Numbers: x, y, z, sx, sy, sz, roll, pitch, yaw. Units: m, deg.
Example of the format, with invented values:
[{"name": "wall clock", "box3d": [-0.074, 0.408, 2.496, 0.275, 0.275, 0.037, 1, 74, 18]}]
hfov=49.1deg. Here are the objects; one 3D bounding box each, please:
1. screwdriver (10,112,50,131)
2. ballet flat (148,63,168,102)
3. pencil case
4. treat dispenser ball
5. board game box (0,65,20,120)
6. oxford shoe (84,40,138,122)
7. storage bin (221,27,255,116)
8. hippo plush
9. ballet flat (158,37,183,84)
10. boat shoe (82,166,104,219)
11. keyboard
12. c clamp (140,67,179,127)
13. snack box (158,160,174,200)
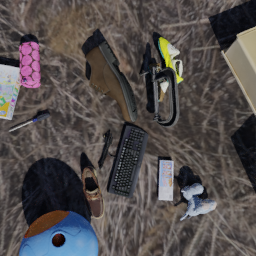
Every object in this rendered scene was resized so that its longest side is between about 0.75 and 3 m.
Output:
[{"name": "screwdriver", "box3d": [-3.374, -0.169, 9.601, 1.486, 0.207, 0.216, -28, 52, -8]}, {"name": "ballet flat", "box3d": [1.110, -1.632, 9.699, 0.505, 0.473, 1.395, -19, 76, 22]}, {"name": "pencil case", "box3d": [-3.440, -2.196, 9.737, 0.716, 0.694, 1.528, -4, 78, 1]}, {"name": "treat dispenser ball", "box3d": [-1.955, 3.484, 8.027, 2.179, 2.179, 2.179, 0, 80, 0]}, {"name": "board game box", "box3d": [-5.187, -1.405, 9.688, 2.662, 0.456, 1.790, 10, 81, 2]}, {"name": "oxford shoe", "box3d": [-0.591, -1.411, 9.508, 1.249, 1.076, 2.960, -28, 77, 8]}, {"name": "storage bin", "box3d": [5.174, -2.177, 9.419, 2.746, 1.296, 2.766, -24, 81, -5]}, {"name": "hippo plush", "box3d": [2.204, 2.284, 9.012, 1.156, 0.921, 0.930, -39, 57, 35]}, {"name": "ballet flat", "box3d": [1.545, -2.388, 9.760, 0.601, 0.599, 1.793, -15, 83, 34]}, {"name": "boat shoe", "box3d": [-1.162, 2.077, 9.025, 0.617, 0.616, 1.712, -10, 81, -2]}, {"name": "keyboard", "box3d": [-0.257, 1.044, 9.404, 1.481, 0.240, 2.330, 14, 80, 2]}, {"name": "c clamp", "box3d": [1.068, -1.036, 9.090, 0.294, 1.856, 2.172, -1, 80, -30]}, {"name": "snack box", "box3d": [1.264, 1.731, 9.317, 0.465, 0.157, 1.292, 3, 80, 1]}]
